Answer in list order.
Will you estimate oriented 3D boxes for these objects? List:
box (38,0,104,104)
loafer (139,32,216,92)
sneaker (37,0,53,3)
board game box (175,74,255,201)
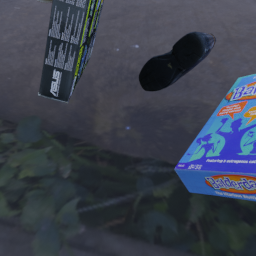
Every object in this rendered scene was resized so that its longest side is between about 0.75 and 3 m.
[{"bbox_3d":[-0.921,-2.315,5.559,0.672,2.830,2.733,17,31,-5],"label":"box"},{"bbox_3d":[1.015,-1.343,5.985,0.725,2.004,0.730,-24,91,-39],"label":"loafer"},{"bbox_3d":[-1.780,-3.794,7.591,1.870,0.761,0.825,-2,6,2],"label":"sneaker"},{"bbox_3d":[2.280,-0.059,4.471,2.067,0.611,2.717,-8,33,52],"label":"board game box"}]
